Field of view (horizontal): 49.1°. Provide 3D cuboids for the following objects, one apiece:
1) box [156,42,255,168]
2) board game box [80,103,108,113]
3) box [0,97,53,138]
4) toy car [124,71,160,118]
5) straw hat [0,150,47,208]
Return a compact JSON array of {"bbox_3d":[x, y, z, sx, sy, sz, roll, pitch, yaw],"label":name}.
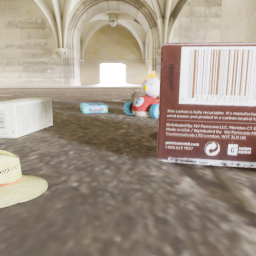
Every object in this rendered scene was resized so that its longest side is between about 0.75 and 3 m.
[{"bbox_3d":[1.798,-0.576,5.959,2.155,2.133,2.597,2,10,11],"label":"box"},{"bbox_3d":[-1.611,-0.954,13.135,1.098,0.341,1.454,-3,11,-14],"label":"board game box"},{"bbox_3d":[-3.084,-0.379,8.330,0.807,0.986,2.076,1,9,12],"label":"box"},{"bbox_3d":[0.876,-1.437,11.632,1.698,1.843,1.630,9,14,42],"label":"toy car"},{"bbox_3d":[-1.869,0.619,3.984,1.375,0.582,1.375,0,11,0],"label":"straw hat"}]
